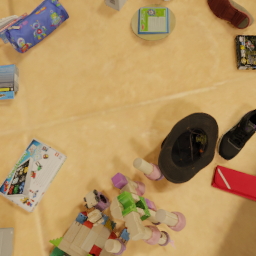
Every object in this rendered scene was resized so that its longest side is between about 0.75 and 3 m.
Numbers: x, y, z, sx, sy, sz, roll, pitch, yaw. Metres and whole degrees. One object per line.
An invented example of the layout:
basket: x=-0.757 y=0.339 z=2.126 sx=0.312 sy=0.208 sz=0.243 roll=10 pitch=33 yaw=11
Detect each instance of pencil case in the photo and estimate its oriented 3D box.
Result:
pencil case: x=-3.769 y=-4.262 z=11.511 sx=2.774 sy=1.205 sz=1.082 roll=-43 pitch=65 yaw=-12

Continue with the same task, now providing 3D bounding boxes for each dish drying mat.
dish drying mat: x=4.266 y=2.084 z=10.249 sx=2.271 sy=0.207 sz=0.872 roll=17 pitch=75 yaw=5

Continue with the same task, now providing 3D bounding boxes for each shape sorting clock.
shape sorting clock: x=1.084 y=-4.520 z=11.996 sx=1.916 sy=0.376 sz=1.916 roll=-1 pitch=70 yaw=1

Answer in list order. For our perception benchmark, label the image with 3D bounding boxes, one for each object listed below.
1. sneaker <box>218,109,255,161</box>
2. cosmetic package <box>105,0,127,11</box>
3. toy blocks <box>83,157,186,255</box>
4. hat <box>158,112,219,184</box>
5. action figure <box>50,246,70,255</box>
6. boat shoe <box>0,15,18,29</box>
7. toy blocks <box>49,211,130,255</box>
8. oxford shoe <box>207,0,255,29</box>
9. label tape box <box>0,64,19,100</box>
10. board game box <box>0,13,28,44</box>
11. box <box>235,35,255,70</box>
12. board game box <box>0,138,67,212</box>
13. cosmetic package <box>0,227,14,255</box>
sneaker: x=4.199 y=0.145 z=10.367 sx=0.881 sy=1.019 sz=2.327 roll=37 pitch=78 yaw=10
cosmetic package: x=-0.213 y=-6.175 z=12.146 sx=0.785 sy=0.996 sz=1.851 roll=29 pitch=75 yaw=9
toy blocks: x=0.434 y=2.811 z=9.363 sx=2.686 sy=2.261 sz=2.510 roll=-38 pitch=48 yaw=16
hat: x=1.938 y=0.564 z=9.999 sx=2.721 sy=2.721 sz=1.098 roll=-44 pitch=36 yaw=-11
action figure: x=-2.653 y=5.198 z=9.217 sx=1.329 sy=0.615 sz=2.249 roll=41 pitch=82 yaw=7
boat shoe: x=-5.399 y=-4.316 z=11.904 sx=1.731 sy=0.614 sz=0.604 roll=-29 pitch=49 yaw=-4
toy blocks: x=-1.027 y=3.694 z=9.410 sx=2.564 sy=1.281 sz=1.753 roll=29 pitch=65 yaw=6
oxford shoe: x=4.415 y=-5.073 z=12.092 sx=0.866 sy=0.816 sz=2.316 roll=-25 pitch=68 yaw=-39
label tape box: x=-4.964 y=-1.748 z=11.186 sx=1.052 sy=0.485 sz=1.469 roll=-5 pitch=77 yaw=-1
board game box: x=-4.699 y=-4.160 z=11.707 sx=1.462 sy=0.753 sz=0.142 roll=-38 pitch=78 yaw=-10
box: x=5.118 y=-3.143 z=11.634 sx=1.182 sy=0.365 sz=1.481 roll=1 pitch=74 yaw=2
board game box: x=-3.467 y=1.680 z=10.234 sx=1.450 sy=0.398 sz=2.297 roll=29 pitch=74 yaw=8
cosmetic package: x=-5.289 y=4.049 z=9.138 sx=2.724 sy=1.228 sz=1.455 roll=-6 pitch=72 yaw=6
